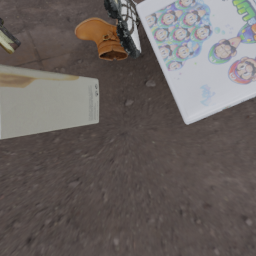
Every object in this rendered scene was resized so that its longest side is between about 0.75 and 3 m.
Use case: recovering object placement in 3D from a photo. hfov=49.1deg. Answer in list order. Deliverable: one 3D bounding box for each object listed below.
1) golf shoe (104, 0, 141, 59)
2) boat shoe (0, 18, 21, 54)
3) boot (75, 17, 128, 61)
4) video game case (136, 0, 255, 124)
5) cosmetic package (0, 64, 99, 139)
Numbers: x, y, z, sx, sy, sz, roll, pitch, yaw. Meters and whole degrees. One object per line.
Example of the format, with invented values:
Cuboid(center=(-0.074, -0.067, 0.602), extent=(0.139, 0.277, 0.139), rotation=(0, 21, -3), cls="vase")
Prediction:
Cuboid(center=(0.075, -2.499, 6.540), extent=(0.826, 0.679, 1.748), rotation=(-19, 84, -17), cls="golf shoe")
Cuboid(center=(-3.680, -2.835, 7.787), extent=(0.530, 1.635, 0.599), rotation=(-44, 20, -16), cls="boat shoe")
Cuboid(center=(-0.853, -2.774, 8.925), extent=(1.973, 0.727, 1.526), rotation=(-5, 59, 13), cls="boot")
Cuboid(center=(1.847, -1.897, 5.663), extent=(2.652, 0.345, 2.913), rotation=(-24, 76, 13), cls="video game case")
Cuboid(center=(-1.579, -0.427, 4.475), extent=(1.318, 0.891, 2.506), rotation=(2, 6, 20), cls="cosmetic package")
